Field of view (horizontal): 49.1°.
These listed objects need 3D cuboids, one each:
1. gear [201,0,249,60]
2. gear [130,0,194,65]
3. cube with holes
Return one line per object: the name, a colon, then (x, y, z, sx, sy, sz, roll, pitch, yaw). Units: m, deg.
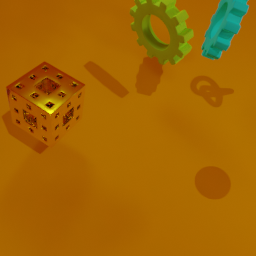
gear: (2.078, -2.270, 6.072, 0.287, 1.550, 1.550, 20, 68, -4)
gear: (0.682, -2.104, 6.009, 0.287, 1.552, 1.552, -40, 73, -21)
cube with holes: (-1.842, -0.545, 6.450, 1.176, 1.176, 1.176, 31, 51, 11)
